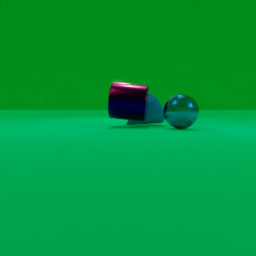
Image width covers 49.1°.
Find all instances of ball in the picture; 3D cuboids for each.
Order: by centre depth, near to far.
[{"bbox_3d":[1.602,-0.497,8.449,1.061,1.061,1.061,0,4,0],"label":"ball"}]

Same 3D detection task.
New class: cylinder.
[{"bbox_3d":[0.037,-0.868,9.392,1.219,1.219,1.219,6,5,6],"label":"cylinder"}]

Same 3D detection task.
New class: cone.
[{"bbox_3d":[0.437,-0.433,10.299,1.318,1.313,1.313,-32,16,-19],"label":"cone"}]
